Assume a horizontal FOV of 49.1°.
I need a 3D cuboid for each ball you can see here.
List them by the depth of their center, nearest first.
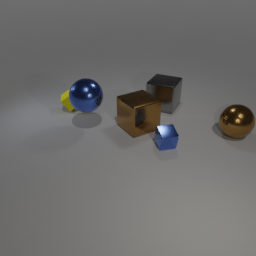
[{"bbox_3d":[4.445,-0.278,11.456,1.400,1.400,1.400,0,31,0],"label":"ball"},{"bbox_3d":[-1.712,-1.330,11.470,1.400,1.400,1.400,0,31,0],"label":"ball"}]

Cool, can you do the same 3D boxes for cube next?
[{"bbox_3d":[1.488,0.363,10.895,0.700,0.700,0.700,-8,46,-13],"label":"cube"},{"bbox_3d":[0.450,-0.652,12.046,1.400,1.400,1.400,-18,35,-27],"label":"cube"},{"bbox_3d":[-2.739,-1.374,13.491,0.700,0.700,0.700,-32,33,11],"label":"cube"},{"bbox_3d":[1.773,-1.718,13.837,1.400,1.400,1.400,14,33,22],"label":"cube"}]
